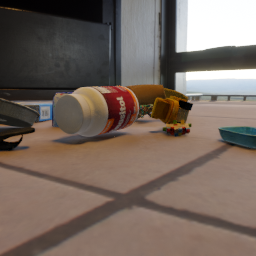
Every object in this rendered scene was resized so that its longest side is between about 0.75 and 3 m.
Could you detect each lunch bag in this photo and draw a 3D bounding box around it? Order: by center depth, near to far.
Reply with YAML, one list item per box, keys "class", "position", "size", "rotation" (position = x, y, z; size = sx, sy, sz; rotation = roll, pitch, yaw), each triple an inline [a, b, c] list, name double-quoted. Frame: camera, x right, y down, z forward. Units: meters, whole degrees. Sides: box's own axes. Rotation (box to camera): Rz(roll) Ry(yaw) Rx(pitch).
- class: "lunch bag"
  position: [-2.538, -0.788, 11.923]
  size: [1.252, 1.473, 0.912]
  rotation: [3, 8, 29]

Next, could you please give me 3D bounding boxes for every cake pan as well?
- class: "cake pan"
  position: [-4.834, -0.567, 10.652]
  size: [2.829, 0.519, 2.829]
  rotation: [8, -12, 2]

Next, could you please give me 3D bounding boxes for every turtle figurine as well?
- class: "turtle figurine"
  position: [0.874, -0.872, 13.280]
  size: [1.068, 0.799, 0.538]
  rotation: [14, 32, -53]

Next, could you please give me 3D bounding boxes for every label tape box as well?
- class: "label tape box"
  position: [-5.370, -0.855, 14.757]
  size: [2.773, 0.917, 1.987]
  rotation: [0, 6, 14]

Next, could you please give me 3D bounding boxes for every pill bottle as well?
- class: "pill bottle"
  position: [-0.976, -0.576, 9.334]
  size: [1.593, 1.593, 2.820]
  rotation: [5, 11, 33]

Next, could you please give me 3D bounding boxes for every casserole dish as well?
- class: "casserole dish"
  position: [3.540, 0.248, 8.131]
  size: [1.274, 0.408, 2.104]
  rotation: [-2, 8, -15]

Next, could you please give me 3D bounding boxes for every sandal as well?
- class: "sandal"
  position: [-3.363, 0.393, 7.205]
  size: [1.958, 0.469, 0.736]
  rotation: [-18, 16, -28]

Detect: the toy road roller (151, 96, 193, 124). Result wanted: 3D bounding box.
- class: "toy road roller"
  position: [1.520, -0.677, 10.691]
  size: [1.347, 1.134, 1.845]
  rotation: [15, 9, -10]

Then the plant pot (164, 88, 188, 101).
- class: "plant pot"
  position: [2.602, -1.467, 16.825]
  size: [1.771, 1.720, 1.731]
  rotation: [9, 7, 0]

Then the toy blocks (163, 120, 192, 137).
- class: "toy blocks"
  position: [1.704, 0.066, 9.601]
  size: [1.011, 0.505, 0.691]
  rotation: [-1, 18, 5]

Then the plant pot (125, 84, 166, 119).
- class: "plant pot"
  position: [0.947, -1.522, 14.378]
  size: [1.947, 1.815, 1.815]
  rotation: [-16, 5, 10]
